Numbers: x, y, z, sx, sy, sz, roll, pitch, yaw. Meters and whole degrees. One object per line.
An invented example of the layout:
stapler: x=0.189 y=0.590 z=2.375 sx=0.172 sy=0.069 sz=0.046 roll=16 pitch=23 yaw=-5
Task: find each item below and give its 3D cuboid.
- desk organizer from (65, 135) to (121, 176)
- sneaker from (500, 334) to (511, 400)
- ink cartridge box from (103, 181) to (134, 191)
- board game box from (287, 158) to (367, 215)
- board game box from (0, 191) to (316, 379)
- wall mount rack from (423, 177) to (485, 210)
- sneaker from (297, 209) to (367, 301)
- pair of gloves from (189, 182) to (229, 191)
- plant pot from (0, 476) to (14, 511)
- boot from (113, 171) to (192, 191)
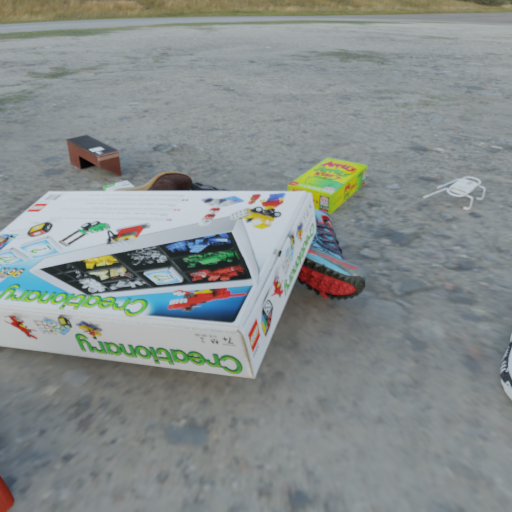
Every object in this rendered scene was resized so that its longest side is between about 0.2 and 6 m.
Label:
desk organizer: x=-4.258 y=-2.579 z=14.671 sx=0.648 sy=0.696 sz=1.807 roll=-23 pitch=37 yaw=-35
sneaker: x=4.099 y=0.807 z=7.599 sx=1.111 sy=1.699 sz=2.956 roll=13 pitch=32 yaw=22
ink cartridge box: x=-3.077 y=-1.396 z=12.917 sx=0.609 sy=0.351 sz=0.834 roll=-18 pitch=34 yaw=-28
board game box: x=1.715 y=-1.705 z=13.297 sx=1.095 sy=0.513 sz=2.156 roll=16 pitch=33 yaw=26
board game box: x=-1.942 y=0.126 z=8.549 sx=5.105 sy=0.884 sz=3.223 roll=3 pitch=37 yaw=21
wall mount rack: x=4.617 y=-1.493 z=13.025 sx=1.135 sy=0.487 sz=1.306 roll=26 pitch=38 yaw=32
sneaker: x=0.933 y=-0.278 z=9.672 sx=1.314 sy=1.091 sz=2.752 roll=-48 pitch=46 yaw=-12
pair of gloves: x=-0.207 y=-1.156 z=11.766 sx=2.216 sy=0.274 sz=1.974 roll=7 pitch=9 yaw=-44
plant pot: x=-3.740 y=2.118 z=5.480 sx=1.703 sy=1.501 sz=1.702 roll=19 pitch=35 yaw=30
boot: x=-1.910 y=-1.033 z=12.168 sx=2.120 sy=0.767 sz=1.764 roll=-20 pitch=48 yaw=-36
